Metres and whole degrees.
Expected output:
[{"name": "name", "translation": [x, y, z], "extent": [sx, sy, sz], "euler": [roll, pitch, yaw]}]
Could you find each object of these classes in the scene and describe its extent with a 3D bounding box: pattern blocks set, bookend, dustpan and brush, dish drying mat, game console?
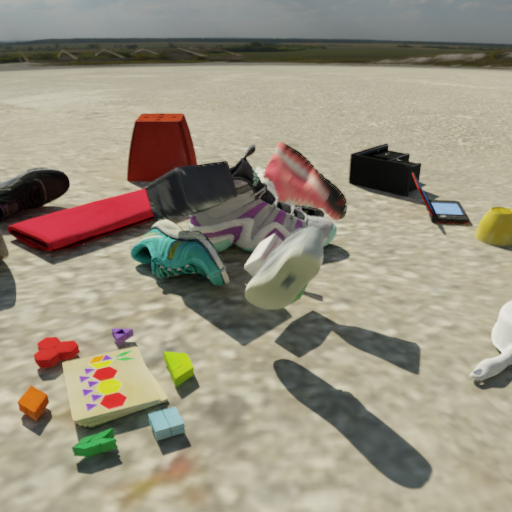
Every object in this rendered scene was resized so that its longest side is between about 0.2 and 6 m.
[{"name": "pattern blocks set", "translation": [-1.815, 1.584, 6.956], "extent": [2.086, 0.192, 2.373], "euler": [-6, 25, -14]}, {"name": "bookend", "translation": [3.758, -2.357, 15.114], "extent": [1.812, 0.835, 1.801], "euler": [22, 32, 39]}, {"name": "dustpan and brush", "translation": [3.645, 1.174, 7.590], "extent": [2.173, 0.622, 1.516], "euler": [-7, 16, -32]}, {"name": "dish drying mat", "translation": [-3.090, -0.969, 12.554], "extent": [1.666, 0.395, 4.339], "euler": [18, 31, 37]}, {"name": "game console", "translation": [4.208, -1.354, 12.847], "extent": [1.201, 0.827, 1.393], "euler": [3, 24, 8]}]

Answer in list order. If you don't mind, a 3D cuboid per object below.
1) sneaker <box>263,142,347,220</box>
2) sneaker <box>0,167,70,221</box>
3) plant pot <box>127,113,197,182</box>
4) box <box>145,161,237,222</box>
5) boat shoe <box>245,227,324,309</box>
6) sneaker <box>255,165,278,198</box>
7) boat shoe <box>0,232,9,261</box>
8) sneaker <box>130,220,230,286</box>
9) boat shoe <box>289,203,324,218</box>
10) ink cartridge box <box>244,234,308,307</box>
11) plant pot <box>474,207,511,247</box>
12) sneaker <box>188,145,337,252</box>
[{"name": "sneaker", "translation": [0.756, -1.041, 8.952], "extent": [0.648, 0.762, 1.757], "euler": [14, 31, -52]}, {"name": "sneaker", "translation": [-5.452, -1.222, 12.691], "extent": [2.554, 0.967, 1.118], "euler": [-18, 38, -20]}, {"name": "plant pot", "translation": [-2.675, -3.151, 15.944], "extent": [1.842, 1.625, 1.844], "euler": [0, 23, -2]}, {"name": "box", "translation": [-1.137, -1.125, 9.752], "extent": [1.114, 0.691, 1.096], "euler": [-17, -2, -41]}, {"name": "boat shoe", "translation": [0.403, 0.176, 7.327], "extent": [0.587, 1.683, 0.599], "euler": [30, 54, -11]}, {"name": "sneaker", "translation": [0.080, -1.465, 13.013], "extent": [0.907, 1.052, 2.399], "euler": [42, 2, -4]}, {"name": "boat shoe", "translation": [-5.716, -0.351, 10.428], "extent": [3.247, 1.209, 1.190], "euler": [11, 34, 43]}, {"name": "sneaker", "translation": [-1.335, 0.101, 9.823], "extent": [0.949, 0.923, 2.382], "euler": [-39, 36, -27]}, {"name": "boat shoe", "translation": [0.711, -0.841, 11.947], "extent": [1.743, 0.643, 0.595], "euler": [-1, 19, -39]}, {"name": "ink cartridge box", "translation": [0.359, 0.216, 8.598], "extent": [0.384, 0.911, 0.666], "euler": [-34, 17, 45]}, {"name": "plant pot", "translation": [4.985, -0.642, 11.474], "extent": [0.887, 0.629, 0.887], "euler": [0, 23, 0]}, {"name": "sneaker", "translation": [0.130, -1.114, 10.759], "extent": [2.942, 2.058, 1.143], "euler": [-2, 24, -3]}]
